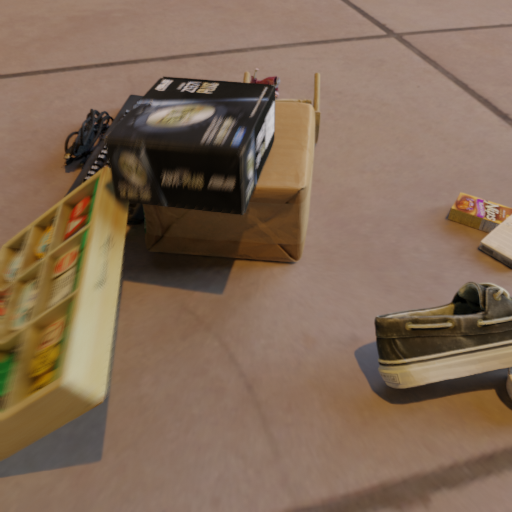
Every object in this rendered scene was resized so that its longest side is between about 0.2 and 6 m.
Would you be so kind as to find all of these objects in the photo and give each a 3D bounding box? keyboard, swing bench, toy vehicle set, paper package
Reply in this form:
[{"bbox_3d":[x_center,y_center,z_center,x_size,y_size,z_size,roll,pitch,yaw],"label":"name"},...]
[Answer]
[{"bbox_3d":[-2.885,-2.456,11.849,2.439,0.929,4.687,4,41,4],"label":"keyboard"},{"bbox_3d":[0.519,-3.179,12.520,1.760,1.148,1.769,3,47,3],"label":"swing bench"},{"bbox_3d":[-2.884,0.679,7.531,2.468,0.527,3.972,-32,38,20],"label":"toy vehicle set"},{"bbox_3d":[-0.423,-1.501,10.243,2.907,1.578,3.050,3,42,5],"label":"paper package"}]

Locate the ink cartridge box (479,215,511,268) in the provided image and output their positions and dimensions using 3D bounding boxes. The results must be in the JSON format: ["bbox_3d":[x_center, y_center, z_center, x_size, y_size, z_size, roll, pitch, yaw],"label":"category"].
[{"bbox_3d":[4.483,-0.256,9.742,0.931,0.233,0.755,-35,51,-21],"label":"ink cartridge box"}]

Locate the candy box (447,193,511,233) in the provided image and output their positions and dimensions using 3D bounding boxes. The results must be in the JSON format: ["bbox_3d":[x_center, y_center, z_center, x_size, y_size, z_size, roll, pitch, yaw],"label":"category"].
[{"bbox_3d":[4.188,-0.766,10.380,1.063,0.300,0.620,23,46,22],"label":"candy box"}]

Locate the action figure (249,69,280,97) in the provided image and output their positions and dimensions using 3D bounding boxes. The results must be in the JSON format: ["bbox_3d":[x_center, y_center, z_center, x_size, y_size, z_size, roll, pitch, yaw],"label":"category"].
[{"bbox_3d":[0.107,-4.358,14.419,1.010,0.677,0.752,-4,82,12],"label":"action figure"}]

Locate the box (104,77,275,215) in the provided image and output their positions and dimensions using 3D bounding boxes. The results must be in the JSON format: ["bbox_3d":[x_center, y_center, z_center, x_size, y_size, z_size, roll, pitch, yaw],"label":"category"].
[{"bbox_3d":[-0.856,-1.767,8.474,1.945,1.023,2.376,7,39,10],"label":"box"}]

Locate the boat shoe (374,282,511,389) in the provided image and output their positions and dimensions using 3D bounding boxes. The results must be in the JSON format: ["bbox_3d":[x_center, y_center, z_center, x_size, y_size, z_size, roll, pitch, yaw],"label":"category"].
[{"bbox_3d":[3.101,0.896,7.615,3.136,1.112,1.130,-13,4,-14],"label":"boat shoe"}]

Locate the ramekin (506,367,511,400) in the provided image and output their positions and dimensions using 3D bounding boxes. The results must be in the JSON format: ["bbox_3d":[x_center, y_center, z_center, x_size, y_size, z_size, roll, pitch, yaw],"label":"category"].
[{"bbox_3d":[3.756,1.747,7.469,0.836,0.389,0.836,0,41,0],"label":"ramekin"}]
